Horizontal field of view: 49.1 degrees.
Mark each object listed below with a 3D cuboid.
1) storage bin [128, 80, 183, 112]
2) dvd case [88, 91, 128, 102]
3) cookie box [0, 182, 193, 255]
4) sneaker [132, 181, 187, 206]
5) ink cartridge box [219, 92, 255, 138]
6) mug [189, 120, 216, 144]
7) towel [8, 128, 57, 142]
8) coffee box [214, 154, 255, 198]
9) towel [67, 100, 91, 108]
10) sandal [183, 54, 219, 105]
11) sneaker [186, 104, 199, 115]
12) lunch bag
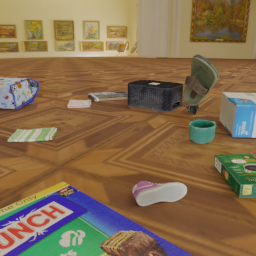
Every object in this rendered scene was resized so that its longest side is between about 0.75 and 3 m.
[{"bbox_3d":[1.269,-1.578,13.202,2.331,1.093,1.576,14,23,34],"label":"storage bin"},{"bbox_3d":[-0.964,-1.738,15.160,2.124,0.170,1.580,-7,19,-19],"label":"dvd case"},{"bbox_3d":[-0.788,1.802,2.878,2.698,1.014,2.308,15,25,41],"label":"cookie box"},{"bbox_3d":[0.618,1.224,5.734,1.079,0.391,0.615,-4,15,-13],"label":"sneaker"},{"bbox_3d":[4.814,-0.484,9.686,2.758,1.155,2.001,2,18,5],"label":"ink cartridge box"},{"bbox_3d":[2.369,0.136,8.696,0.935,0.578,0.768,-3,20,-3],"label":"mug"},{"bbox_3d":[-3.090,0.212,9.191,1.354,0.158,1.033,-1,19,-3],"label":"towel"},{"bbox_3d":[2.662,1.034,6.354,0.961,0.344,1.562,-2,18,-4],"label":"coffee box"},{"bbox_3d":[-2.323,-1.182,13.437,1.086,0.183,1.137,-2,17,-6],"label":"towel"},{"bbox_3d":[2.679,-1.645,10.870,1.144,2.882,0.822,37,68,19],"label":"sandal"},{"bbox_3d":[2.686,-0.794,11.983,0.489,0.409,1.105,-1,10,24],"label":"sneaker"},{"bbox_3d":[-5.535,-1.731,13.228,1.913,1.393,2.250,3,26,11],"label":"lunch bag"}]
